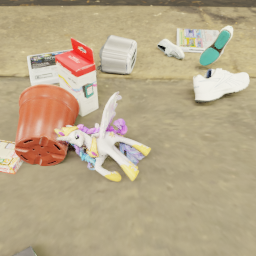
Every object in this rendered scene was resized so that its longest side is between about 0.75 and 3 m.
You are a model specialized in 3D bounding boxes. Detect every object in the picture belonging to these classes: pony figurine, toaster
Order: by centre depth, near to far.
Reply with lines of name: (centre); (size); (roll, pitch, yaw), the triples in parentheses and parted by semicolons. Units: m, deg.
pony figurine: (-0.556, 0.297, 7.306); (2.213, 1.843, 2.136); (34, 33, 2)
toaster: (-0.385, -2.935, 11.421); (1.289, 1.134, 1.996); (10, 43, 8)

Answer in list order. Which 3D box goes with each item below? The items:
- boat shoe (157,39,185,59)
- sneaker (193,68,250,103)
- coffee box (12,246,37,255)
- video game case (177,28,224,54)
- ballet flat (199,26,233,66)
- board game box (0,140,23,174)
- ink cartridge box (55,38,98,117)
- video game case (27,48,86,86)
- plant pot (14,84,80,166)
boat shoe: (1.886, -3.436, 12.540); (0.573, 0.561, 1.608); (-35, 50, -6)
sneaker: (3.278, -1.633, 9.720); (2.395, 1.043, 0.892); (-20, 9, -25)
coffee box: (-1.782, 3.458, 4.340); (1.701, 0.608, 2.767); (-22, 45, -23)
video game case: (3.433, -4.257, 13.633); (2.098, 0.254, 2.305); (5, 42, 6)
ballet flat: (3.438, -3.143, 10.781); (0.654, 1.884, 0.654); (9, 59, -15)
board game box: (-3.482, 0.757, 7.751); (1.211, 0.280, 0.917); (9, 41, 10)
ink cartridge box: (-1.656, -1.631, 9.076); (0.733, 2.179, 1.266); (-30, 49, -30)
video game case: (-2.813, -2.584, 11.660); (2.529, 0.295, 2.299); (-13, 43, -14)
plant pot: (-2.271, 0.009, 7.696); (1.746, 1.746, 1.699); (-1, 49, -2)
